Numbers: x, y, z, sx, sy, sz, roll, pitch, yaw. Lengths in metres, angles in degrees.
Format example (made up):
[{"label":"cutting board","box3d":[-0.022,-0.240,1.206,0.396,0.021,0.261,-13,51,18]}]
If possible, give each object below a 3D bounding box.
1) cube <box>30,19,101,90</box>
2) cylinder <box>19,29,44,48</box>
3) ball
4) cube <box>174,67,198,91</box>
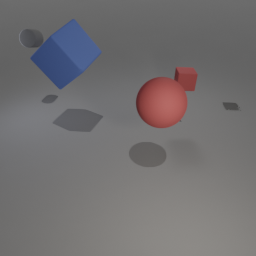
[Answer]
[{"label":"cube","box3d":[-2.023,-2.413,9.261,1.400,1.400,1.400,-25,25,41]},{"label":"cylinder","box3d":[-3.809,-3.543,11.073,0.700,0.700,0.700,4,17,7]},{"label":"ball","box3d":[0.916,-0.692,7.678,1.400,1.400,1.400,0,31,0]},{"label":"cube","box3d":[2.180,-1.870,10.685,0.700,0.700,0.700,2,32,-3]}]
